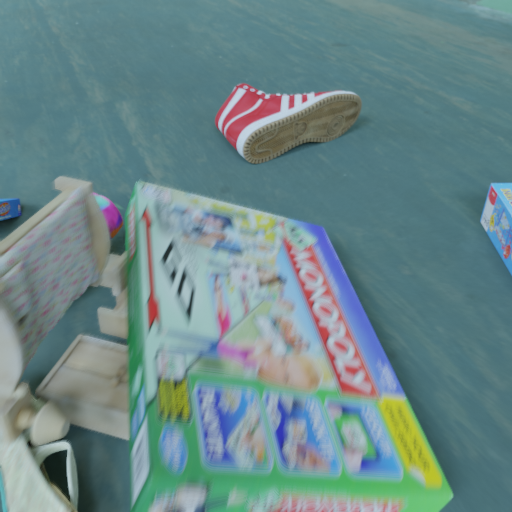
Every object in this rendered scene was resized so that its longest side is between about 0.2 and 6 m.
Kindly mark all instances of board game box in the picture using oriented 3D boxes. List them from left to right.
[{"bbox_3d":[-5.138,-0.795,10.049,1.249,0.370,1.642,-2,10,-4],"label":"board game box"},{"bbox_3d":[0.018,0.911,7.117,3.245,0.702,4.823,12,34,-22],"label":"board game box"},{"bbox_3d":[5.801,-0.099,9.314,3.028,0.864,3.092,0,38,0],"label":"board game box"}]

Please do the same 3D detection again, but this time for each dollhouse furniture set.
[{"bbox_3d":[-1.568,0.344,6.372,1.776,3.637,3.102,12,36,10],"label":"dollhouse furniture set"}]

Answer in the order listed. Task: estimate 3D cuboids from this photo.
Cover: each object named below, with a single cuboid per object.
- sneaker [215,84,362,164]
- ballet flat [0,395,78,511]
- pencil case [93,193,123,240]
[{"bbox_3d":[0.702,-3.438,13.377,3.481,1.240,1.958,-23,46,-24],"label":"sneaker"},{"bbox_3d":[-2.551,2.185,6.351,0.815,0.882,2.614,-25,53,-17],"label":"ballet flat"},{"bbox_3d":[-3.127,-0.073,8.780,1.004,1.004,2.271,22,57,26],"label":"pencil case"}]
